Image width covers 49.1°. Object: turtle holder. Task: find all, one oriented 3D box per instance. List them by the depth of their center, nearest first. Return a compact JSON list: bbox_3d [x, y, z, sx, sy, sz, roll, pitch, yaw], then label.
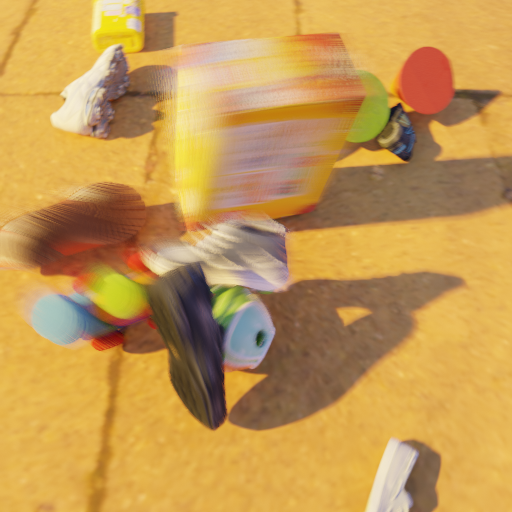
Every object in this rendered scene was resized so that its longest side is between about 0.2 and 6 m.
[{"bbox_3d":[-0.347,1.013,8.609,1.182,1.265,1.665,29,42,-6],"label":"turtle holder"}]

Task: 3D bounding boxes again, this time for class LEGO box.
[{"bbox_3d":[0.001,-1.843,9.116,2.421,3.251,1.254,-10,65,-15],"label":"LEGO box"}]

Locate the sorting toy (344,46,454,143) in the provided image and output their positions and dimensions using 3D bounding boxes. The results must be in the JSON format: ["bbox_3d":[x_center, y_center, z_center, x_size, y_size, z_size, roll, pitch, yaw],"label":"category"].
[{"bbox_3d":[2.096,-3.193,11.856,4.100,1.421,1.412,-23,15,-12],"label":"sorting toy"}]

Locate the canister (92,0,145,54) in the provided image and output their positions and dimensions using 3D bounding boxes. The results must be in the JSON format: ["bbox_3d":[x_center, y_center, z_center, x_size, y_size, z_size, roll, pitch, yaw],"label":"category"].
[{"bbox_3d":[-3.413,-5.798,13.905,1.265,0.737,1.704,-5,55,-4],"label":"canister"}]

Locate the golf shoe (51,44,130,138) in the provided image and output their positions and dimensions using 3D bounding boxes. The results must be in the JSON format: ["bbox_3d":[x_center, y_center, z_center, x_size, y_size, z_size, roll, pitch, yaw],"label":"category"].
[{"bbox_3d":[-3.613,-3.723,12.237,1.297,1.045,2.668,4,52,10],"label":"golf shoe"}]

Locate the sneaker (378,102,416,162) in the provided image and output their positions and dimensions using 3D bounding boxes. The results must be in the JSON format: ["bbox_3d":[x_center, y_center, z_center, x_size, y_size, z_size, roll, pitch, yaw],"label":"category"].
[{"bbox_3d":[2.924,-2.562,11.653,0.710,0.675,1.791,41,39,-19],"label":"sneaker"}]

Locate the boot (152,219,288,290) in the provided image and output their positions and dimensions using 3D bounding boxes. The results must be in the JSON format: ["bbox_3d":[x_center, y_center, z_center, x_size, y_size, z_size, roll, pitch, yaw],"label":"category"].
[{"bbox_3d":[-0.523,-0.112,7.791,1.972,0.891,0.717,3,34,9],"label":"boot"}]

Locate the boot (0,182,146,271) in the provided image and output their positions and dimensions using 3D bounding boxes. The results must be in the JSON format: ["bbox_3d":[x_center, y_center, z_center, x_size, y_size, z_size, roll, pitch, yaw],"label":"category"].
[{"bbox_3d":[-3.311,-0.496,9.721,1.543,1.080,2.878,-12,9,44],"label":"boot"}]

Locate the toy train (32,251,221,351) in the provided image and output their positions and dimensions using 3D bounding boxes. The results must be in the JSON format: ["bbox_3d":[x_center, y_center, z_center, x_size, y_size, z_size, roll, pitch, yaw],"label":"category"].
[{"bbox_3d":[-1.624,0.485,7.944,2.777,1.607,1.176,-21,85,9],"label":"toy train"}]

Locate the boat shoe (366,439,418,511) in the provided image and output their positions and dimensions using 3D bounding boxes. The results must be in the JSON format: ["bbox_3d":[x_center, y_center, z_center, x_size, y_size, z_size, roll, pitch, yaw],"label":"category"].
[{"bbox_3d":[1.798,3.167,7.388,0.539,0.528,1.512,17,52,18],"label":"boat shoe"}]

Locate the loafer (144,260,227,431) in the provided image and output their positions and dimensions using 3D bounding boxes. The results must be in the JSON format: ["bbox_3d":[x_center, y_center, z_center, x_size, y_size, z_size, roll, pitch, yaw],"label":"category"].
[{"bbox_3d":[-0.721,1.232,7.397,0.883,2.515,0.854,-32,34,-35],"label":"loafer"}]
